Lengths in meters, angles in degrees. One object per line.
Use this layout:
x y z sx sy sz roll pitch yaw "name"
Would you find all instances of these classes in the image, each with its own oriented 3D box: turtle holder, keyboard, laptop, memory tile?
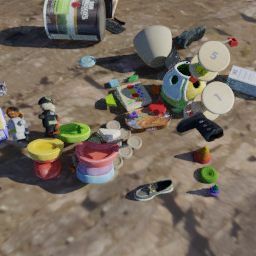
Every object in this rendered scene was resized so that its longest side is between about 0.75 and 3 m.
2.342 -1.596 11.404 1.757 1.642 2.312 -6 52 -6 "turtle holder"
-0.825 -5.876 15.738 1.826 0.188 1.160 36 60 24 "keyboard"
2.505 -2.840 12.878 0.786 1.521 1.348 -5 42 40 "laptop"
-0.705 0.760 10.470 1.715 0.188 2.238 35 59 24 "memory tile"

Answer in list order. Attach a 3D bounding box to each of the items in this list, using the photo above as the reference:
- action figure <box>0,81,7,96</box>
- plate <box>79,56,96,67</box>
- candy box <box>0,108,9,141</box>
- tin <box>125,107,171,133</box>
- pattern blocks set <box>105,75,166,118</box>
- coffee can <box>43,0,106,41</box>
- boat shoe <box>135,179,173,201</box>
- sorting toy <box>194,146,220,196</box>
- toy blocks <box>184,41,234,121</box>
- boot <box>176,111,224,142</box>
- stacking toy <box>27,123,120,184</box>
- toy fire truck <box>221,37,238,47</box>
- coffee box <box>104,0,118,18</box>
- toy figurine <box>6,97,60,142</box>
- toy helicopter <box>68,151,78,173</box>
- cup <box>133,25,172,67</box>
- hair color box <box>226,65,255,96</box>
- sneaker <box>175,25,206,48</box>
-5.622 -1.727 12.383 0.550 0.293 0.845 -6 55 -12 "action figure"
-1.992 -3.296 13.734 0.852 0.109 0.852 -1 51 1 "plate"
-5.639 -0.012 10.777 1.696 0.653 1.434 -19 53 -16 "candy box"
0.806 -0.356 11.250 1.860 0.390 1.042 -8 56 -7 "tin"
0.239 -1.365 11.958 2.423 0.223 2.756 -9 45 -5 "pattern blocks set"
-2.632 -5.517 14.271 2.755 2.016 2.016 3 52 3 "coffee can"
0.868 2.022 9.322 1.363 0.407 0.487 -15 53 -11 "boat shoe"
2.800 1.369 9.689 0.664 0.660 1.915 -4 51 -3 "sorting toy"
2.167 -1.118 8.328 0.877 2.416 2.013 -1 80 -5 "toy blocks"
1.568 0.054 6.201 0.750 0.299 0.910 -35 37 4 "boot"
-1.696 0.960 9.978 2.957 1.249 2.676 9 25 12 "stacking toy"
4.258 -3.632 13.316 1.667 1.175 0.406 -10 51 -8 "toy fire truck"
-1.122 -7.584 16.410 0.858 1.231 2.153 8 51 4 "coffee box"
-2.484 -0.217 7.370 1.314 1.334 0.928 -13 89 -10 "toy figurine"
-1.841 1.068 9.653 0.424 1.075 0.711 -16 71 -12 "toy helicopter"
1.259 -3.646 13.115 1.839 1.839 1.315 -8 70 -7 "cup"
5.421 -2.024 12.418 1.928 0.584 0.954 22 55 16 "hair color box"
3.312 -4.907 14.611 1.988 0.750 0.788 -36 58 -25 "sneaker"
